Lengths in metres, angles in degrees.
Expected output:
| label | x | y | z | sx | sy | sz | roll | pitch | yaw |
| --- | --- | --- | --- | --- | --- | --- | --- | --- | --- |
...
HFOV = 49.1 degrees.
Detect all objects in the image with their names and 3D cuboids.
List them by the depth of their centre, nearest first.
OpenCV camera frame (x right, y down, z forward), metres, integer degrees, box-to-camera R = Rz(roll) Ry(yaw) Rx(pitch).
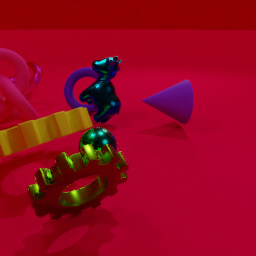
| label | x | y | z | sx | sy | sz | roll | pitch | yaw |
| --- | --- | --- | --- | --- | --- | --- | --- | --- | --- |
| gear | -0.586 | 0.698 | 3.493 | 1.226 | 1.226 | 0.227 | -12 | 51 | -28 |
| gear | -1.602 | 0.124 | 4.833 | 1.931 | 0.357 | 1.931 | -19 | 3 | 1 |
| ball | -0.550 | 0.343 | 5.122 | 0.712 | 0.712 | 0.712 | 0 | 21 | 0 |
| knot shape | -2.883 | -0.730 | 6.713 | 1.855 | 1.983 | 0.916 | 36 | 28 | 10 |
| cone | 0.872 | -0.645 | 6.832 | 1.104 | 1.100 | 1.100 | 1 | 21 | -8 |
| cow figurine | -0.525 | -0.995 | 7.020 | 1.420 | 1.443 | 0.792 | -38 | -13 | 12 |
| ring | -1.184 | -1.075 | 8.048 | 1.357 | 1.357 | 0.271 | 2 | -5 | 6 |
| knot shape | -3.045 | -1.194 | 8.074 | 0.765 | 1.549 | 1.656 | 30 | -1 | -17 |
